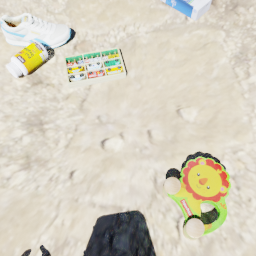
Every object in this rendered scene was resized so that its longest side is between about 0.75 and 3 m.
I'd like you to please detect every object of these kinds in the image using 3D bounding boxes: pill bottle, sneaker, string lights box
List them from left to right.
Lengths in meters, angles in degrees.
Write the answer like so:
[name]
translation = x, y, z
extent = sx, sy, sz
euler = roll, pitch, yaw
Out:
[pill bottle]
translation = -2.801, -1.886, 7.796
extent = 0.600, 0.600, 1.098
euler = 36, 67, 18
[sneaker]
translation = -2.695, -2.865, 8.209
extent = 2.011, 0.812, 0.769
euler = 0, 60, -1
[string lights box]
translation = 1.872, -4.203, 9.139
extent = 1.498, 0.442, 0.770
euler = 40, 68, 19

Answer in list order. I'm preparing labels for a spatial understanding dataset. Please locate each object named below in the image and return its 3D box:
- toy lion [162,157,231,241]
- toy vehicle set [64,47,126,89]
[toy lion]
translation = 1.583, 1.402, 5.983
extent = 1.455, 0.521, 1.518
euler = -21, 61, -10
[toy vehicle set]
translation = -0.946, -1.721, 7.924
extent = 1.628, 0.216, 1.011
euler = -12, 62, -7
